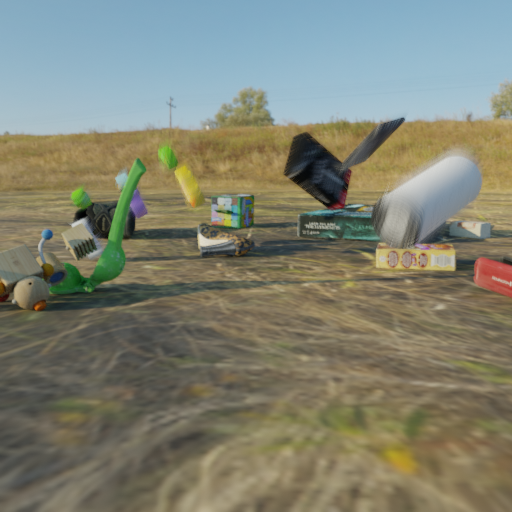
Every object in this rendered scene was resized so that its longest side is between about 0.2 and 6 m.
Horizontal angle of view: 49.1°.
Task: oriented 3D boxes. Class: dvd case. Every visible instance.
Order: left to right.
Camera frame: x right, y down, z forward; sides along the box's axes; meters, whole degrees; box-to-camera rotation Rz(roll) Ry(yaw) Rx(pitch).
[{"bbox_3d":[2.702,-2.616,13.136,1.134,0.122,1.525,-25,-14,-43],"label":"dvd case"}]

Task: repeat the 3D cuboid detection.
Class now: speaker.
[{"bbox_3d":[2.729,-0.883,8.798,0.857,0.857,2.111,8,29,43],"label":"speaker"}]

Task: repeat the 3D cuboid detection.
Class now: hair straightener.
[{"bbox_3d":[4.011,0.399,7.091,0.952,0.506,2.475,-4,10,-24],"label":"hair straightener"}]

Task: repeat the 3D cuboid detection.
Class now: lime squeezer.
[{"bbox_3d":[-2.644,0.055,7.816,3.410,1.204,0.643,-29,37,15],"label":"lime squeezer"}]

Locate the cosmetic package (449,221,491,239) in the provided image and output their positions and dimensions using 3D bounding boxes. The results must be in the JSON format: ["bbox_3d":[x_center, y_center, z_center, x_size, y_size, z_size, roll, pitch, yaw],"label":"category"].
[{"bbox_3d":[5.563,-0.690,14.589,0.474,0.400,0.917,-6,11,-36],"label":"cosmetic package"}]

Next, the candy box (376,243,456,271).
[{"bbox_3d":[2.872,0.005,10.131,1.350,0.381,0.788,1,10,15],"label":"candy box"}]

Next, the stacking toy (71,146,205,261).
[{"bbox_3d":[-2.563,-1.223,11.688,2.439,0.760,3.234,-28,27,-7],"label":"stacking toy"}]

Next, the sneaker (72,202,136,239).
[{"bbox_3d":[-3.977,-1.076,14.967,1.562,1.042,2.727,5,13,-7],"label":"sneaker"}]

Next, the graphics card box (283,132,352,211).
[{"bbox_3d":[1.531,-2.034,13.669,1.829,1.147,0.465,32,-27,-35],"label":"graphics card box"}]

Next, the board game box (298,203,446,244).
[{"bbox_3d":[3.430,-0.989,15.725,3.129,0.651,4.626,4,10,26],"label":"board game box"}]

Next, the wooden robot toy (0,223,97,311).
[{"bbox_3d":[-2.876,0.370,7.176,2.023,0.891,0.918,-26,62,-37],"label":"wooden robot toy"}]

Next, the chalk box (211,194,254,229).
[{"bbox_3d":[-0.768,-1.343,17.024,0.984,0.977,1.576,5,11,20],"label":"chalk box"}]

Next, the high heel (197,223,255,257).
[{"bbox_3d":[-0.656,-0.359,11.726,1.108,0.555,1.554,-6,24,-7],"label":"high heel"}]
